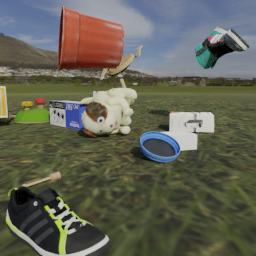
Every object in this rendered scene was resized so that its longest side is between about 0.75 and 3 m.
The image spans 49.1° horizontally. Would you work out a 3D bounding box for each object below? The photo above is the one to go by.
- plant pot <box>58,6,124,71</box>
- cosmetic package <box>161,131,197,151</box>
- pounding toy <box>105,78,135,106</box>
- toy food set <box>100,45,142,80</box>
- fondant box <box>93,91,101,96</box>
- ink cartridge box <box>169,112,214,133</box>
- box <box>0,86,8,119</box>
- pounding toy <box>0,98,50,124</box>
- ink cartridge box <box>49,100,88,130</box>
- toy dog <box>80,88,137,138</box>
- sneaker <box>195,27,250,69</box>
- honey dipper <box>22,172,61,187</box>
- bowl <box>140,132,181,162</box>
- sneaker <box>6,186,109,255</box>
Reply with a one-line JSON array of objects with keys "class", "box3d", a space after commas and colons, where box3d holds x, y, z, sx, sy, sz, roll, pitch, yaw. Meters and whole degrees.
[{"class": "plant pot", "box3d": [-1.419, -3.204, 10.562, 2.231, 2.294, 2.294, 2, 8, -17]}, {"class": "cosmetic package", "box3d": [1.264, 0.382, 8.116, 1.319, 0.470, 0.669, -2, 10, -19]}, {"class": "pounding toy", "box3d": [-0.725, -0.853, 12.988, 2.451, 1.137, 1.892, -36, 38, 10]}, {"class": "toy food set", "box3d": [-0.258, -3.331, 15.013, 2.610, 0.524, 1.802, -27, 28, 23]}, {"class": "fondant box", "box3d": [-1.016, -1.400, 16.046, 1.900, 1.371, 0.553, 3, 8, 16]}, {"class": "ink cartridge box", "box3d": [2.512, -0.251, 11.178, 1.678, 0.695, 1.232, 1, 9, 10]}, {"class": "box", "box3d": [-6.540, -1.020, 12.355, 2.560, 1.440, 1.297, -3, 2, 41]}, {"class": "pounding toy", "box3d": [-4.907, -0.900, 13.822, 2.414, 1.120, 1.863, 1, 9, 3]}, {"class": "ink cartridge box", "box3d": [-2.556, -0.599, 12.053, 2.346, 1.103, 0.519, 10, 13, 44]}, {"class": "toy dog", "box3d": [-0.833, -0.605, 10.166, 2.242, 1.613, 2.312, 24, 27, 3]}, {"class": "sneaker", "box3d": [3.799, -3.294, 11.958, 1.233, 1.780, 2.949, 38, 17, -16]}, {"class": "honey dipper", "box3d": [-1.659, 1.008, 5.376, 0.148, 0.148, 0.779, 9, 14, 42]}, {"class": "bowl", "box3d": [0.799, 0.478, 7.135, 1.051, 0.206, 1.051, 10, 33, -6]}, {"class": "sneaker", "box3d": [-0.954, 1.074, 3.342, 1.612, 0.668, 0.578, 6, 11, 30]}]
